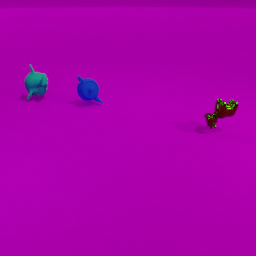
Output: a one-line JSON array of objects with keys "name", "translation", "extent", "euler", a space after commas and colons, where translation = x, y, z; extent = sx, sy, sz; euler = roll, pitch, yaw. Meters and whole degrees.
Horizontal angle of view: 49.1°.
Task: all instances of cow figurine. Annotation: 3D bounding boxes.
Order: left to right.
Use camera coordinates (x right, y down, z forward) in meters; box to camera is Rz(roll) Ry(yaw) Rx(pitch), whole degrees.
[{"name": "cow figurine", "translation": [2.785, -0.408, 8.408], "extent": [0.939, 0.924, 0.515], "euler": [1, 25, -14]}]

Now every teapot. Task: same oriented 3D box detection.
[{"name": "teapot", "translation": [-1.424, -1.406, 10.485], "extent": [0.859, 1.381, 0.676], "euler": [-46, 22, -14]}]

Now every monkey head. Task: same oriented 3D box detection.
[{"name": "monkey head", "translation": [-3.602, -1.770, 10.956], "extent": [0.882, 1.464, 1.053], "euler": [5, -4, -17]}]
